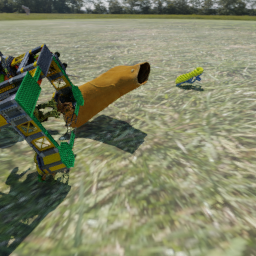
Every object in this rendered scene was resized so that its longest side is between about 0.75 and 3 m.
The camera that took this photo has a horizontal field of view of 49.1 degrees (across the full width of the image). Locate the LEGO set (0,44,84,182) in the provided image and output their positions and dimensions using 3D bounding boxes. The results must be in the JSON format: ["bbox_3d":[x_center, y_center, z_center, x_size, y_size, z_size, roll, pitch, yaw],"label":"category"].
[{"bbox_3d":[-2.069,-0.297,5.519,1.601,2.125,2.764,-18,48,15],"label":"LEGO set"}]

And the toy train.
[{"bbox_3d":[-2.699,-0.982,7.803,2.563,1.483,1.085,13,19,4],"label":"toy train"}]

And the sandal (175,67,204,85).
[{"bbox_3d":[2.376,-1.870,10.722,1.153,0.502,0.458,-20,41,7],"label":"sandal"}]

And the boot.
[{"bbox_3d":[-0.478,-0.975,7.279,1.742,0.856,2.433,-8,35,38],"label":"boot"}]
